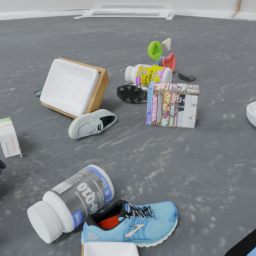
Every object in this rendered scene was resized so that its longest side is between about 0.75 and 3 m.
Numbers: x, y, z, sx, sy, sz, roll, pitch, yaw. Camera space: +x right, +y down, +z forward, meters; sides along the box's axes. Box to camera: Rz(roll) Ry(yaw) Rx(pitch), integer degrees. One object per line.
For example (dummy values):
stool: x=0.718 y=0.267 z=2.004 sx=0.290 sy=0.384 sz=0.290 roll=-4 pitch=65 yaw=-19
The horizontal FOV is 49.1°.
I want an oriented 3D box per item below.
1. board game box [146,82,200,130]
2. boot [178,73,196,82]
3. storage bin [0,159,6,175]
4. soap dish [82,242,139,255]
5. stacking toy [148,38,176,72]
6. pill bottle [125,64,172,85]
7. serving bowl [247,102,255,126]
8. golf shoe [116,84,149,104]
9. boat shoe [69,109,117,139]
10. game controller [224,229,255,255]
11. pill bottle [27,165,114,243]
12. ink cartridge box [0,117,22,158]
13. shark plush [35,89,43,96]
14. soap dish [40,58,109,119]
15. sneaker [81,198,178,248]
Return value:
board game box: x=1.787 y=-0.923 z=11.273 sx=1.967 sy=1.568 sz=0.953 roll=6 pitch=29 yaw=10
boot: x=3.401 y=-2.940 z=16.174 sx=0.630 sy=0.334 sz=0.956 roll=-20 pitch=46 yaw=-36
storage bin: x=-4.895 y=1.420 z=7.184 sx=2.718 sy=1.978 sz=1.825 roll=6 pitch=58 yaw=10
soap dish: x=-0.343 y=2.741 z=5.610 sx=1.187 sy=0.482 sz=0.934 roll=5 pitch=12 yaw=-9
stacking toy: x=1.641 y=-3.984 z=16.257 sx=1.008 sy=2.159 sz=2.385 roll=13 pitch=31 yaw=44
pill bottle: x=1.058 y=-2.694 z=14.781 sx=2.328 sy=1.213 sz=1.213 roll=12 pitch=32 yaw=23
serving bowl: x=5.792 y=-0.338 z=11.123 sx=2.141 sy=0.704 sz=2.141 roll=1 pitch=29 yaw=0
golf shoe: x=0.628 y=-1.641 z=13.467 sx=2.340 sy=0.910 sz=1.105 roll=8 pitch=14 yaw=8
boat shoe: x=-1.270 y=-0.165 z=10.743 sx=0.794 sy=0.778 sz=2.229 roll=15 pitch=29 yaw=33
game controller: x=3.255 y=2.703 z=5.907 sx=2.694 sy=0.567 sz=1.405 roll=-20 pitch=35 yaw=-30
pill bottle: x=-1.368 y=1.822 z=6.877 sx=1.097 sy=1.097 sz=1.929 roll=24 pitch=40 yaw=36
ink cartridge box: x=-4.118 y=0.377 z=9.646 sx=0.520 sy=0.904 sz=1.544 roll=-16 pitch=32 yaw=-24
shark plush: x=-3.245 y=-1.725 z=13.411 sx=2.870 sy=1.304 sz=1.195 roll=9 pitch=61 yaw=7
soap dish: x=-2.268 y=-1.647 z=12.017 sx=2.874 sy=2.261 sz=1.167 roll=21 pitch=2 yaw=33
sneaker: x=0.112 y=2.127 z=6.401 sx=2.372 sy=1.067 sz=0.930 roll=-11 pitch=31 yaw=-19
